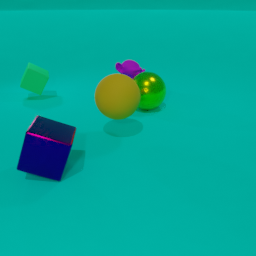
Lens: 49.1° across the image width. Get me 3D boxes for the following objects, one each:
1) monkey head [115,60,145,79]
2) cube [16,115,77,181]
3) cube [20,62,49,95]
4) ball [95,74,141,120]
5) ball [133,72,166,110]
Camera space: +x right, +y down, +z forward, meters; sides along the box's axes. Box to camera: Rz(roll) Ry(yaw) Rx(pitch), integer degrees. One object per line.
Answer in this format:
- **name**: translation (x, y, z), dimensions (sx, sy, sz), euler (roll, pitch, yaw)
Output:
- **monkey head**: translation (0.075, -1.994, 10.523), dimensions (0.896, 1.070, 1.487), euler (28, 13, 24)
- **cube**: translation (-1.702, 0.414, 5.973), dimensions (0.917, 0.917, 0.917), euler (18, 21, -11)
- **cube**: translation (-3.447, -1.818, 10.354), dimensions (0.784, 0.784, 0.784), euler (22, 20, -27)
- **ball**: translation (-0.270, -0.813, 7.319), dimensions (1.196, 1.196, 1.196), euler (0, 25, 0)
- **ball**: translation (0.643, -1.242, 9.415), dimensions (1.286, 1.286, 1.286), euler (0, 25, 0)
